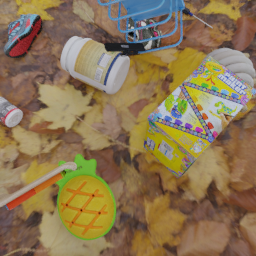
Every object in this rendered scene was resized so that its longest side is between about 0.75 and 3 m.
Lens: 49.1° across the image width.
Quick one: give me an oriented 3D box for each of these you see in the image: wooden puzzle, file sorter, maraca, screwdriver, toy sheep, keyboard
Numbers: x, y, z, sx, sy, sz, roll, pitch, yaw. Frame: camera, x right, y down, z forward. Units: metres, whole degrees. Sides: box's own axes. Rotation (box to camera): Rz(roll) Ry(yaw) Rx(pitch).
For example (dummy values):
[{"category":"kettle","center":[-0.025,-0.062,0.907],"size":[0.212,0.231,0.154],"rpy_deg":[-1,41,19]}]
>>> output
[{"category":"wooden puzzle","center":[-1.989,1.258,6.126],"size":[1.873,1.732,0.349],"rpy_deg":[-26,90,-11]},{"category":"file sorter","center":[0.456,-3.526,8.063],"size":[1.777,2.561,1.571],"rpy_deg":[-5,72,24]},{"category":"maraca","center":[-1.373,2.124,8.605],"size":[1.784,1.392,2.603],"rpy_deg":[-21,84,-1]},{"category":"screwdriver","center":[2.867,-4.716,11.841],"size":[1.771,0.258,0.247],"rpy_deg":[38,75,17]},{"category":"toy sheep","center":[3.568,-1.745,9.882],"size":[2.011,2.011,2.917],"rpy_deg":[-11,51,-4]},{"category":"keyboard","center":[-0.085,-2.256,8.157],"size":[1.181,0.234,0.614],"rpy_deg":[-4,44,-11]}]

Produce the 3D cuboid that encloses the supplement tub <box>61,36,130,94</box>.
[{"category":"supplement tub","center":[-1.188,-2.321,10.247],"size":[2.165,1.563,1.563],"rpy_deg":[26,72,9]}]

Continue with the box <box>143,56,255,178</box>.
[{"category":"box","center":[2.035,-0.169,8.769],"size":[1.710,2.803,2.700],"rpy_deg":[42,75,14]}]

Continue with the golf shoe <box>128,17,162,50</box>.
[{"category":"golf shoe","center":[0.380,-4.385,11.339],"size":[1.216,1.066,2.761],"rpy_deg":[-21,70,0]}]

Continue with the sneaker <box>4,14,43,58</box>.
[{"category":"sneaker","center":[-4.376,-3.703,11.237],"size":[1.080,0.896,2.260],"rpy_deg":[18,61,12]}]

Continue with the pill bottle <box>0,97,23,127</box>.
[{"category":"pill bottle","center":[-4.516,-0.662,10.078],"size":[1.315,0.728,0.728],"rpy_deg":[34,73,12]}]
